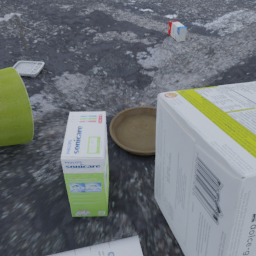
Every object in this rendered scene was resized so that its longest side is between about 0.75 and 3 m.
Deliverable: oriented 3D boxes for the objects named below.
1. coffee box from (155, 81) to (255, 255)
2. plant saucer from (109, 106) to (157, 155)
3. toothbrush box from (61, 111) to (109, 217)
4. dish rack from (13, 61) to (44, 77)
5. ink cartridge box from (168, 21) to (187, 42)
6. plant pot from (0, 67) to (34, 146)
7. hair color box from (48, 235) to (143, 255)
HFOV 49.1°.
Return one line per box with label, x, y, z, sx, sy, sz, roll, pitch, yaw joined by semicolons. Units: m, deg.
coffee box;2.164;0.892;5.014;2.615;2.641;2.645;-9;29;-14
plant saucer;0.490;0.072;8.144;2.053;0.302;2.053;0;42;0
toothbrush box;-0.847;0.801;6.064;0.825;1.916;1.395;-2;40;-1
dish rack;-3.893;-2.275;10.887;1.133;0.247;0.972;6;42;6
ink cartridge box;2.316;-4.617;13.269;0.377;0.651;1.121;-13;43;-15
plant pot;-3.818;-0.331;6.982;2.211;2.068;2.068;-17;43;-34
hair color box;-0.946;2.813;4.598;2.647;0.802;1.310;-9;42;-9
